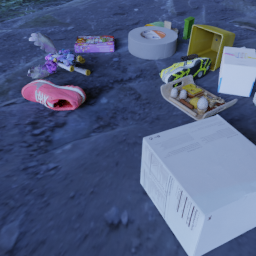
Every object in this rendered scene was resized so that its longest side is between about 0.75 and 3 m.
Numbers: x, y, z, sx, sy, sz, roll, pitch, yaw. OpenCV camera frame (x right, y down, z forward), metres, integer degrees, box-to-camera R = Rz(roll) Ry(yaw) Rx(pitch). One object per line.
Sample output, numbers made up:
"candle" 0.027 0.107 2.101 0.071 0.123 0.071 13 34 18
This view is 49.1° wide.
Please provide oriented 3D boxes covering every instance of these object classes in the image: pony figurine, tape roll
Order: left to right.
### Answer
"pony figurine" -2.963 -2.809 11.712 2.211 1.841 2.134 17 10 25
"tape roll" 1.222 -4.272 13.934 2.413 0.797 2.413 0 40 0

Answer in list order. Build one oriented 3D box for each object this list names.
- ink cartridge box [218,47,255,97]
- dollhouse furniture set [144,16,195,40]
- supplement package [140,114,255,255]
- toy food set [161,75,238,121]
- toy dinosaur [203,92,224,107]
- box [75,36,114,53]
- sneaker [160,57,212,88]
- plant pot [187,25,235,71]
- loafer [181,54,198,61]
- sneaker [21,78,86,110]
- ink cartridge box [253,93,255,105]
"ink cartridge box" 4.346 -2.343 11.192 1.227 1.259 1.959 9 39 13
"dollhouse furniture set" 2.253 -5.816 15.627 2.758 1.065 1.379 28 46 30
"supplement package" 1.786 1.205 6.453 2.199 1.692 2.300 -16 42 -19
"toy food set" 2.546 -1.226 10.254 1.642 0.691 2.289 -24 45 -26
"toy dinosaur" 2.973 -0.869 9.839 0.667 0.384 1.320 3 28 3
"box" -1.670 -4.300 14.288 1.949 0.381 1.334 -1 39 -2
"sneaker" 2.434 -2.489 11.639 2.492 0.939 0.952 -21 44 -26
"plant pot" 3.872 -3.775 12.704 1.443 1.636 1.636 -25 45 -31
"loafer" 2.836 -3.224 12.960 0.815 0.297 0.291 -8 20 19
"sneaker" -2.736 -1.118 9.907 2.344 0.864 1.017 6 36 5
"ink cartridge box" 5.159 -0.960 10.163 0.943 0.396 0.688 1 39 1
